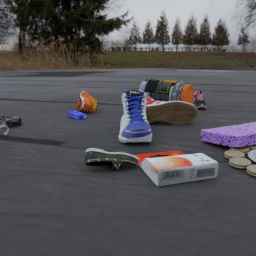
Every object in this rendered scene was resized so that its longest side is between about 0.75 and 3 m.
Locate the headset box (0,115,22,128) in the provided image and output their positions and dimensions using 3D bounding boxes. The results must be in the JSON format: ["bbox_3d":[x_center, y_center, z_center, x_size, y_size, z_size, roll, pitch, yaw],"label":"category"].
[{"bbox_3d":[-4.847,-0.264,11.443,0.917,0.344,0.682,12,19,37],"label":"headset box"}]

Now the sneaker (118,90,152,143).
[{"bbox_3d":[0.172,-0.517,10.004,1.116,1.595,2.762,-2,15,-3],"label":"sneaker"}]

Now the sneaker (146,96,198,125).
[{"bbox_3d":[1.467,-0.805,12.142,2.893,1.030,1.627,-1,19,3],"label":"sneaker"}]

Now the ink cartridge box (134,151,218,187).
[{"bbox_3d":[1.124,0.809,7.291,1.588,0.491,1.958,-4,19,-17],"label":"ink cartridge box"}]

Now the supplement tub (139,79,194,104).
[{"bbox_3d":[1.947,-1.668,14.312,2.538,1.555,1.555,11,19,32],"label":"supplement tub"}]

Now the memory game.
[{"bbox_3d":[4.032,0.885,7.567,2.761,0.176,2.761,0,16,0],"label":"memory game"}]

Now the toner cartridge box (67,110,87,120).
[{"bbox_3d":[-2.330,-0.593,12.788,0.887,0.191,0.421,19,25,39],"label":"toner cartridge box"}]

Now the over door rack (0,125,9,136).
[{"bbox_3d":[-5.270,0.037,9.498,1.404,0.633,1.901,5,-5,17],"label":"over door rack"}]

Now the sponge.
[{"bbox_3d":[3.966,0.170,9.312,2.737,0.408,1.527,-7,9,-28],"label":"sponge"}]

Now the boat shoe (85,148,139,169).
[{"bbox_3d":[-0.413,0.863,7.220,1.399,0.499,0.421,9,59,-6],"label":"boat shoe"}]

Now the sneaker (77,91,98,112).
[{"bbox_3d":[-2.128,-1.299,14.661,1.000,0.946,2.593,14,17,-17],"label":"sneaker"}]

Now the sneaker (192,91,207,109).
[{"bbox_3d":[3.847,-1.559,15.194,0.739,0.892,1.870,3,17,3],"label":"sneaker"}]
